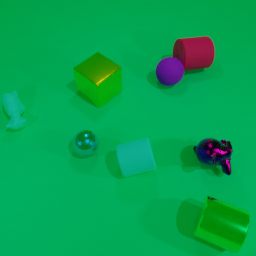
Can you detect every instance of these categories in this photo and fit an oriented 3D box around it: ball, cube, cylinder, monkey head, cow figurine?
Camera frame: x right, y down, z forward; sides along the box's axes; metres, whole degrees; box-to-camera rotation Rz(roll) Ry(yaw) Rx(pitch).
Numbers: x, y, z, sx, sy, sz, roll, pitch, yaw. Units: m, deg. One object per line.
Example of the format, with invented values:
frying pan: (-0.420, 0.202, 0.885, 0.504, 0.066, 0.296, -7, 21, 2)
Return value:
ball: (-1.150, 0.413, 7.611, 0.733, 0.733, 0.733, 0, 55, 0)
cube: (-0.915, -1.505, 8.758, 1.058, 1.058, 1.058, 37, 62, 23)
cylinder: (2.179, -2.490, 9.389, 1.051, 1.051, 1.051, -9, 56, -12)
cylinder: (2.078, 2.135, 6.283, 0.959, 0.959, 0.959, 20, 58, 13)
ball: (1.346, -1.827, 9.047, 0.912, 0.912, 0.912, 0, 55, 0)
monkey head: (2.212, 0.761, 7.208, 0.872, 1.446, 1.041, -11, 96, -3)
cow figurine: (-3.337, -0.500, 8.175, 0.588, 1.071, 1.054, -19, 27, -5)
cylinder: (0.214, 0.756, 7.214, 0.847, 0.847, 0.847, -15, 56, 5)
